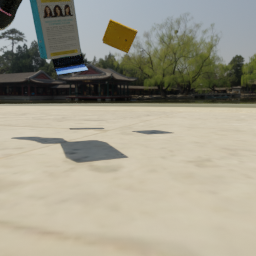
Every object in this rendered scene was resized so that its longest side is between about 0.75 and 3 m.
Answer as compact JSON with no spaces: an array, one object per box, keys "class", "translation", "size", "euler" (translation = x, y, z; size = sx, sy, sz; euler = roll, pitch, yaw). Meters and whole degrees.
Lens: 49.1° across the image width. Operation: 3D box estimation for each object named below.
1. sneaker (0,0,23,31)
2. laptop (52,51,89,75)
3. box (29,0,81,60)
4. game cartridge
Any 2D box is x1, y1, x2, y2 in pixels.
[{"class":"sneaker","translation":[-3.210,-3.540,7.649],"size":[0.625,1.769,0.877],"euler":[28,-8,-27]},{"class":"laptop","translation":[-1.987,-2.331,9.398],"size":[1.060,1.196,0.618],"euler":[-12,-3,-16]},{"class":"box","translation":[-1.697,-2.699,6.328],"size":[0.880,2.138,0.525],"euler":[-19,25,-31]},{"class":"game cartridge","translation":[-0.275,-2.897,8.872],"size":[0.943,0.832,0.153],"euler":[21,44,-12]}]
